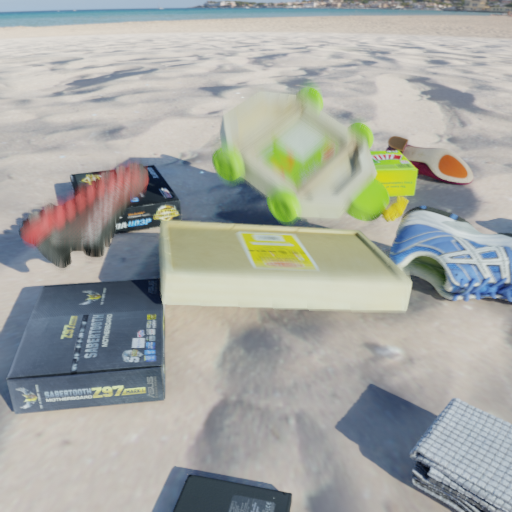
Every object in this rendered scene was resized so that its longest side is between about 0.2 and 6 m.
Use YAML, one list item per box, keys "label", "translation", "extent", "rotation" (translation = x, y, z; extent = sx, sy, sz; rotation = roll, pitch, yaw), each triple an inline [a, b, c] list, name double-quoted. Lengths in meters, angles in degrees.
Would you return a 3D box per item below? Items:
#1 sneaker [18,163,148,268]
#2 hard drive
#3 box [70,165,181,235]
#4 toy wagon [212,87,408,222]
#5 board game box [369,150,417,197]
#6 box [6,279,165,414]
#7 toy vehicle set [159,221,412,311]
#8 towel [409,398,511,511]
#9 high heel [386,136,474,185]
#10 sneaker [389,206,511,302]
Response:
- label: "sneaker"
  translation: [-2.411, -0.591, 8.503]
  extent: [2.154, 1.052, 0.761]
  rotation: [-39, 13, -29]
- label: "hard drive"
  translation: [-0.260, 2.573, 5.485]
  extent: [1.113, 0.183, 0.777]
  rotation: [6, 28, 12]
- label: "box"
  translation: [-2.951, -1.274, 12.418]
  extent: [2.031, 0.588, 2.555]
  rotation: [-10, 29, -18]
- label: "toy wagon"
  translation: [1.055, -1.660, 10.260]
  extent: [3.623, 0.717, 2.811]
  rotation: [39, 55, 12]
- label: "board game box"
  translation: [2.236, -2.004, 13.707]
  extent: [2.943, 0.701, 1.495]
  rotation: [-2, 28, -4]
- label: "box"
  translation: [-2.199, 1.128, 7.769]
  extent: [1.847, 0.597, 2.342]
  rotation: [-4, 26, -7]
- label: "toy vehicle set"
  translation: [0.316, 0.103, 9.191]
  extent: [3.742, 0.496, 2.325]
  rotation: [2, 22, -11]
- label: "towel"
  translation: [2.363, 2.216, 5.806]
  extent: [1.308, 0.560, 1.083]
  rotation: [22, 36, 33]
- label: "high heel"
  translation: [4.499, -2.362, 14.625]
  extent: [2.381, 1.145, 0.803]
  rotation: [34, 84, 20]
- label: "sneaker"
  translation: [3.710, 0.311, 9.086]
  extent: [3.272, 1.239, 1.260]
  rotation: [20, 58, 30]
